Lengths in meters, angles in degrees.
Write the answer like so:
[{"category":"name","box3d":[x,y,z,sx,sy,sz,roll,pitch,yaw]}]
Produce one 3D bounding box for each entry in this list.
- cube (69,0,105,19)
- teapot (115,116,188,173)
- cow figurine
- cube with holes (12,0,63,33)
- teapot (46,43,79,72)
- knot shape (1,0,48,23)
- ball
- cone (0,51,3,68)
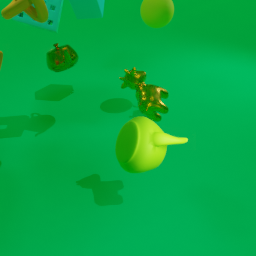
[{"category":"cube","box3d":[-1.390,-4.464,9.635,0.953,0.953,0.953,0,70,8]},{"category":"teapot","box3d":[0.214,0.217,3.391,0.545,1.112,0.692,16,68,-29]},{"category":"cow figurine","box3d":[0.310,-0.724,5.805,1.067,0.595,1.084,25,40,-16]},{"category":"cube with holes","box3d":[-2.390,-3.295,7.602,1.098,1.098,1.098,11,13,-15]},{"category":"teapot","box3d":[-1.950,-2.100,8.190,0.960,0.756,1.544,-31,28,-19]},{"category":"knot shape","box3d":[-2.163,-2.870,6.057,1.378,1.473,0.680,46,29,25]},{"category":"ball","box3d":[0.921,-3.713,8.853,1.052,1.052,1.052,0,34,0]},{"category":"cone","box3d":[-3.588,-1.158,5.633,1.530,1.524,1.524,22,29,-19]}]
